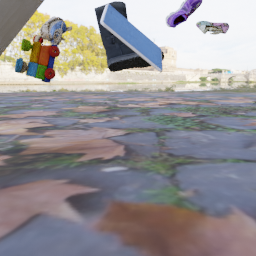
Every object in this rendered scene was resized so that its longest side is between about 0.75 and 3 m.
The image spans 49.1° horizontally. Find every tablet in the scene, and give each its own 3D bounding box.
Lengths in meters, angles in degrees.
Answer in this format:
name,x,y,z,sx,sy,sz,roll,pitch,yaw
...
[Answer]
name,x,y,z,sx,sy,sz,roll,pitch,yaw
tablet,0.116,-1.727,5.403,1.475,0.101,0.960,33,37,-23

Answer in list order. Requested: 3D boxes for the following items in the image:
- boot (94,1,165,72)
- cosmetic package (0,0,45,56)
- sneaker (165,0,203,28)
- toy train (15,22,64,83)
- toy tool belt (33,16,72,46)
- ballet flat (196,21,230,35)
name,x,y,z,sx,sy,sz,roll,pitch,yaw
boot,0.020,-3.333,9.908,2.050,2.487,0.816,-10,-21,-10
cosmetic package,-2.834,-2.187,5.373,1.213,2.255,0.957,33,-10,13
sneaker,1.768,-3.467,8.487,0.524,1.298,0.542,43,11,-41
toy train,-2.001,-1.811,6.300,0.835,1.443,0.611,11,3,-33
toy tool belt,-2.977,-3.769,11.230,0.948,1.542,0.963,24,-31,9
ballet flat,2.874,-3.461,9.741,1.238,0.441,0.428,19,-13,33
